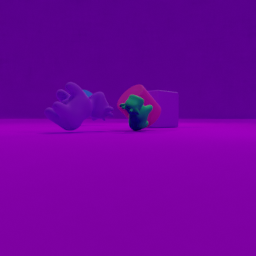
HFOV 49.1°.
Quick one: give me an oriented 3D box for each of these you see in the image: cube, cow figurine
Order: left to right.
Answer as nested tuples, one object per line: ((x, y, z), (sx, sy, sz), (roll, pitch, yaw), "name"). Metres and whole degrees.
((-1.002, -0.371, 6.196), (0.748, 1.362, 1.341), (-25, -57, 40), "cow figurine")
((0.166, -0.299, 6.143), (0.507, 0.923, 0.908), (25, 32, 25), "cow figurine")
((0.872, -0.596, 9.179), (1.145, 1.145, 1.145), (2, 3, 43), "cube")

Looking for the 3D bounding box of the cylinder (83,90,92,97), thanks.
((-1.775, -0.951, 11.191), (0.830, 0.830, 0.830), (-3, -40, -53), "cylinder")

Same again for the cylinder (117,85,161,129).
((0.285, -0.532, 7.108), (0.822, 0.822, 0.822), (46, -24, -29), "cylinder")
